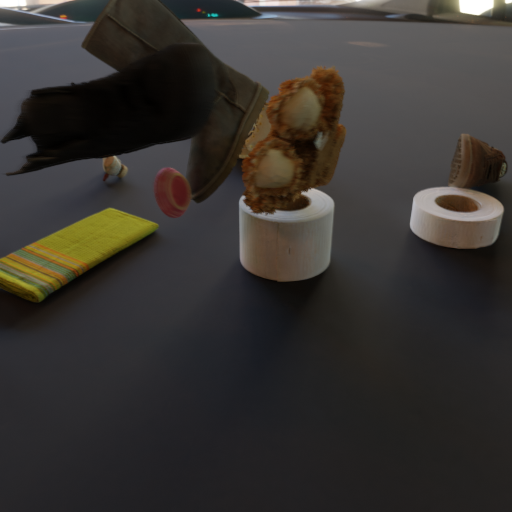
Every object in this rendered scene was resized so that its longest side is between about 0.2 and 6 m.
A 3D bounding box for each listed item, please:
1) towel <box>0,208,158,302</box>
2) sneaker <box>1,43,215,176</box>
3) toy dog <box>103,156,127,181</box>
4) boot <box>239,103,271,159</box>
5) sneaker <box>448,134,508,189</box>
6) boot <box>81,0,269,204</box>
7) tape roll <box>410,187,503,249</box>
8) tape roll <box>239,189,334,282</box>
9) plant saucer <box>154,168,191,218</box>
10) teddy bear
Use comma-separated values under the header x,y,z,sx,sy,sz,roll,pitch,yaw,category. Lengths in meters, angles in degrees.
x,y,z,sx,sy,sz,roll,pitch,yaw,category
-3.354,-0.101,10.541,1.375,0.288,3.194,20,33,23,towel
-2.152,-1.823,7.500,1.909,1.099,3.660,-16,6,-32,sneaker
-3.829,-2.322,14.186,0.638,0.874,1.325,-47,34,-1,toy dog
-0.032,-3.443,15.299,1.883,1.464,0.685,-7,30,-13,boot
5.249,-2.206,13.027,1.261,1.176,3.339,15,23,15,sneaker
-1.497,-2.718,9.380,1.092,3.010,2.737,-8,55,57,boot
4.055,-0.799,11.382,1.753,0.613,1.753,0,28,0,tape roll
0.537,-0.461,10.195,1.702,1.168,1.702,0,28,0,tape roll
-1.296,-1.014,8.920,0.204,0.803,0.803,-6,24,29,plant saucer
0.527,-1.706,8.533,1.105,2.400,3.310,20,26,13,teddy bear
